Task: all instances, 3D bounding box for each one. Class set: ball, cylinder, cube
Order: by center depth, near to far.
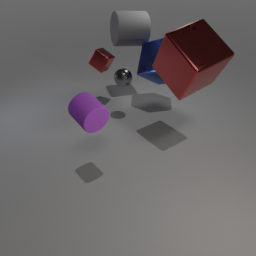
[{"bbox_3d":[-0.909,-0.361,6.461,0.700,0.700,0.700,-23,50,-33],"label":"cylinder"},{"bbox_3d":[1.773,-1.910,7.908,1.400,1.400,1.400,-28,73,-22],"label":"cube"},{"bbox_3d":[-0.184,-1.907,10.615,0.700,0.700,0.700,0,31,0],"label":"ball"},{"bbox_3d":[1.424,-2.704,11.577,1.400,1.400,1.400,15,-7,-40],"label":"cube"},{"bbox_3d":[-1.080,-2.809,11.592,0.700,0.700,0.700,37,28,3],"label":"cube"},{"bbox_3d":[0.074,-4.181,11.800,1.400,1.400,1.400,-6,31,-16],"label":"cylinder"}]
